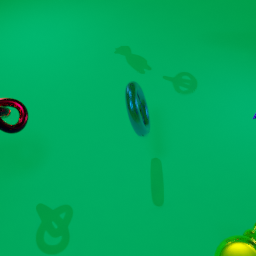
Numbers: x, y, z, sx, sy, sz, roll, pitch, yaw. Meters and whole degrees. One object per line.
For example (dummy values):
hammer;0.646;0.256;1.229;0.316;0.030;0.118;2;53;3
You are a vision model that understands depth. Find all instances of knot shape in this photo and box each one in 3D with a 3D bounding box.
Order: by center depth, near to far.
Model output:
knot shape;-2.528;-0.308;5.231;1.169;0.540;1.094;28;14;-4

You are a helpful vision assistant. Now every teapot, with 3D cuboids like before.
teapot;1.598;1.843;3.834;0.749;0.590;1.205;10;69;37

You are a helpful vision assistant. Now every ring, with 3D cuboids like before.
ring;0.236;-0.430;6.426;0.262;1.312;1.312;-12;50;15

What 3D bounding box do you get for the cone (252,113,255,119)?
cone;2.275;-0.360;4.292;0.900;0.897;0.897;-30;57;-6
